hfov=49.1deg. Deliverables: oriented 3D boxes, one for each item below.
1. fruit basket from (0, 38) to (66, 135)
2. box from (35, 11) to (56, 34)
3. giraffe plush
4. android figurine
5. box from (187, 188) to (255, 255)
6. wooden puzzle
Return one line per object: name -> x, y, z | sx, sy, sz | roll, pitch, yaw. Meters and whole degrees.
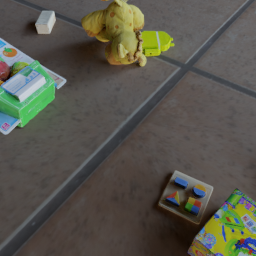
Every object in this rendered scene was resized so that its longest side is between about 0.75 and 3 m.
fruit basket -> -3.945, -1.545, 8.804 | 2.982, 1.398, 2.762 | 37, 56, 3
box -> -3.636, -4.693, 12.407 | 0.567, 0.465, 1.195 | 3, 49, 3
giraffe plush -> -0.203, -3.325, 10.359 | 2.393, 2.774, 2.249 | -10, 83, -28
android figurine -> 0.988, -3.514, 11.459 | 1.768, 0.363, 1.609 | -3, 49, -1
box -> 2.418, 2.478, 5.841 | 1.570, 0.995, 1.630 | -36, 59, -27
wooden puzzle -> 1.471, 1.665, 7.031 | 1.081, 0.270, 1.167 | 22, 53, 19
